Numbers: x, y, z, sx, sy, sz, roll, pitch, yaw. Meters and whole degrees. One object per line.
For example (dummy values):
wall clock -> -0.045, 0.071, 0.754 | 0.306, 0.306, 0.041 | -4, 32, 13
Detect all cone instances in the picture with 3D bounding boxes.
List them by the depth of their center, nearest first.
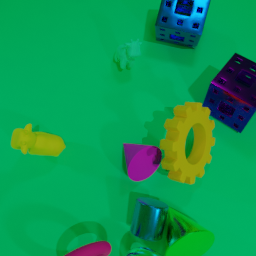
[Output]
cone -> 1.091, 2.122, 6.068 | 1.108, 1.108, 1.112 | -18, 39, -8
cone -> 0.143, 0.613, 6.819 | 0.974, 0.974, 0.978 | -34, 44, -15

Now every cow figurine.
cow figurine -> -2.011, 0.333, 6.394 | 1.199, 1.179, 0.658 | 10, 78, -18
cow figurine -> -0.009, -2.097, 7.663 | 0.523, 0.937, 0.952 | -12, 45, -26

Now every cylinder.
cylinder -> 0.452, 1.916, 5.946 | 0.702, 0.702, 0.702 | 12, 90, 6

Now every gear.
gear -> 1.388, 0.335, 6.293 | 0.331, 1.789, 1.789 | 9, 59, 43

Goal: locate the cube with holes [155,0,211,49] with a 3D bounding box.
cube with holes -> 1.548, -3.173, 7.979 | 1.259, 1.259, 1.259 | 15, 91, 7

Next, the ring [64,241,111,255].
ring -> -0.864, 2.528, 5.417 | 1.160, 1.160, 0.232 | -22, 59, -10

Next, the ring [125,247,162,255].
ring -> 0.433, 2.853, 5.439 | 1.208, 1.208, 0.242 | 35, 35, 16

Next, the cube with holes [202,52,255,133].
cube with holes -> 2.785, -0.872, 7.088 | 1.193, 1.193, 1.193 | 35, 68, 19
